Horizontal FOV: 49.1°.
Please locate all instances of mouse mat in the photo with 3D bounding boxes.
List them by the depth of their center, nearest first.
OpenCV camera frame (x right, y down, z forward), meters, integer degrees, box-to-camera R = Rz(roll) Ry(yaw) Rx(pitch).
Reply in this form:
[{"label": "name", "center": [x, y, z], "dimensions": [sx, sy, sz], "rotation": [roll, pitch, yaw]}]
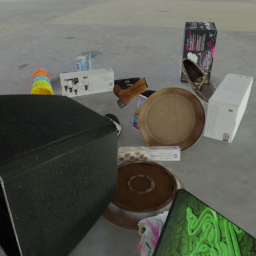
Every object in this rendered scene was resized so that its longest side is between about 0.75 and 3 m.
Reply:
[{"label": "mouse mat", "center": [1.480, 2.534, 4.837], "dimensions": [2.278, 0.107, 2.831], "rotation": [34, 37, 3]}]

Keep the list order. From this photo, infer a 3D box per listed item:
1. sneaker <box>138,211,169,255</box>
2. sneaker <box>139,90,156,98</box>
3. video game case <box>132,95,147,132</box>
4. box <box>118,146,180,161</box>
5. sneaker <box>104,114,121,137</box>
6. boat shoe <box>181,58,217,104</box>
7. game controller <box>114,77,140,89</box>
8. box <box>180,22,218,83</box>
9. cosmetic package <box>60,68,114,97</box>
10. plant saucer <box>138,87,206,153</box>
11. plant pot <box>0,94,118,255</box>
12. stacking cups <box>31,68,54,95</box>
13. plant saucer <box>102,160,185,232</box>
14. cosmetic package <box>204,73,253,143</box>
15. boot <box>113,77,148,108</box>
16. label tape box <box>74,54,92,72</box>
[{"label": "sneaker", "center": [0.627, 2.448, 5.412], "dimensions": [0.807, 0.744, 1.829], "rotation": [-7, 26, -5]}, {"label": "sneaker", "center": [1.559, -0.959, 10.938], "dimensions": [2.322, 0.833, 0.962], "rotation": [14, 10, 20]}, {"label": "video game case", "center": [0.511, -0.439, 9.381], "dimensions": [0.102, 1.169, 0.836], "rotation": [-1, 23, -36]}, {"label": "box", "center": [0.610, 0.747, 8.194], "dimensions": [1.787, 0.346, 0.370], "rotation": [-1, 14, 6]}, {"label": "sneaker", "center": [-0.766, -0.039, 8.987], "dimensions": [0.896, 1.071, 2.419], "rotation": [3, 31, 8]}, {"label": "boat shoe", "center": [2.777, -1.853, 10.993], "dimensions": [0.776, 0.643, 2.161], "rotation": [-34, 69, 13]}, {"label": "game controller", "center": [-0.011, -2.049, 12.957], "dimensions": [1.426, 0.300, 0.744], "rotation": [-10, 48, -15]}, {"label": "box", "center": [3.241, -3.562, 13.201], "dimensions": [1.424, 2.482, 1.640], "rotation": [5, 33, 8]}, {"label": "cosmetic package", "center": [-1.746, -1.968, 12.164], "dimensions": [2.258, 0.932, 0.572], "rotation": [-12, 36, -17]}, {"label": "plant saucer", "center": [1.310, -0.241, 8.483], "dimensions": [2.047, 2.047, 0.374], "rotation": [-3, 14, -4]}, {"label": "plant pot", "center": [-1.782, 0.831, 5.935], "dimensions": [2.575, 2.903, 2.896], "rotation": [-25, 39, -38]}, {"label": "stacking cups", "center": [-3.806, -1.884, 12.094], "dimensions": [0.901, 0.901, 2.979], "rotation": [-10, 32, -16]}, {"label": "plant saucer", "center": [0.315, 1.533, 7.128], "dimensions": [2.376, 0.381, 2.376], "rotation": [0, 33, 0]}, {"label": "cosmetic package", "center": [3.569, -0.807, 9.882], "dimensions": [1.024, 1.405, 2.765], "rotation": [16, 34, 26]}, {"label": "boot", "center": [0.061, -1.229, 8.507], "dimensions": [1.059, 0.363, 0.997], "rotation": [-37, 37, 19]}, {"label": "label tape box", "center": [-2.199, -3.023, 13.757], "dimensions": [0.456, 0.988, 1.380], "rotation": [5, 33, 8]}]
